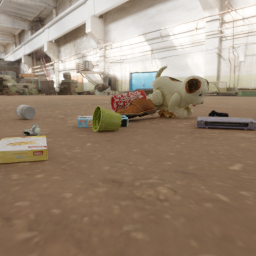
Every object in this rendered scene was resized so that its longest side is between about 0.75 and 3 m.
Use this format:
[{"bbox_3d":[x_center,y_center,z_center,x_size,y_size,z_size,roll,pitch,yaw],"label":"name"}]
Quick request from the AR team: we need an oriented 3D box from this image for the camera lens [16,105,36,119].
[{"bbox_3d":[-5.249,-0.820,14.338,0.893,0.714,0.714,8,12,43],"label":"camera lens"}]

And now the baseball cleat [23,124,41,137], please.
[{"bbox_3d":[-3.291,0.081,9.524,0.585,0.383,1.100,-4,9,-27],"label":"baseball cleat"}]

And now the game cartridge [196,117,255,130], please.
[{"bbox_3d":[3.989,-0.209,11.516,2.246,0.431,1.456,2,5,15],"label":"game cartridge"}]

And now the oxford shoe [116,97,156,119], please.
[{"bbox_3d":[0.303,-0.977,13.806,0.984,0.984,2.760,-14,1,40],"label":"oxford shoe"}]

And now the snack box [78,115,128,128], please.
[{"bbox_3d":[-1.082,-0.291,11.965,2.062,0.383,1.198,-1,9,-7],"label":"snack box"}]

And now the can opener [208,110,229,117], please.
[{"bbox_3d":[4.970,-0.724,15.301,1.113,0.438,0.353,10,-26,36],"label":"can opener"}]

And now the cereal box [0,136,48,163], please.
[{"bbox_3d":[-2.610,0.496,6.939,1.166,0.320,1.620,-3,9,-18],"label":"cereal box"}]

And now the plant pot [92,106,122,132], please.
[{"bbox_3d":[-0.771,-0.285,10.567,0.906,0.985,0.985,9,4,-26],"label":"plant pot"}]

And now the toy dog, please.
[{"bbox_3d":[2.826,-1.905,14.882,2.980,2.889,2.079,-2,-5,41],"label":"toy dog"}]

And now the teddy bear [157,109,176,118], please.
[{"bbox_3d":[2.089,-0.785,15.140,0.917,0.422,1.264,2,9,-2],"label":"teddy bear"}]

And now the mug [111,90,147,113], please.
[{"bbox_3d":[-0.014,-1.476,18.059,2.061,1.829,1.375,-8,47,-21],"label":"mug"}]
